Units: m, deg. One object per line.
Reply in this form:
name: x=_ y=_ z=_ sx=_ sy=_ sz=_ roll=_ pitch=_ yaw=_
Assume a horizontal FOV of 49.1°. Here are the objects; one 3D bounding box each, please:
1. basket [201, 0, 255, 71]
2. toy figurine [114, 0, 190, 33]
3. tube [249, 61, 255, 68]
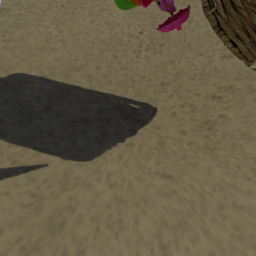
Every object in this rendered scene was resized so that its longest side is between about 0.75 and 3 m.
basket: x=2.584 y=-2.471 z=5.246 sx=2.911 sy=2.078 sz=2.169 roll=54 pitch=29 yaw=-8
toy figurine: x=0.588 y=-2.621 z=5.554 sx=1.219 sy=1.623 sz=1.494 roll=-44 pitch=72 yaw=1
tube: x=2.292 y=-1.245 z=3.748 sx=0.420 sy=1.446 sz=0.375 roll=32 pitch=58 yaw=-1
